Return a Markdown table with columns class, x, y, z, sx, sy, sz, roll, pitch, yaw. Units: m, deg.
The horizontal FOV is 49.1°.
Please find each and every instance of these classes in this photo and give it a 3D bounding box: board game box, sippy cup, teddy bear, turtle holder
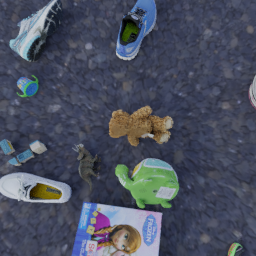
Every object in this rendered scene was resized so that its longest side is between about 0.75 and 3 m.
| class | x | y | z | sx | sy | sz | roll | pitch | yaw |
| --- | --- | --- | --- | --- | --- | --- | --- | --- | --- |
| board game box | -0.374 | 3.875 | 8.836 | 2.678 | 0.552 | 2.684 | 6 | 62 | 6 |
| sippy cup | -3.837 | -1.607 | 10.602 | 0.600 | 0.643 | 0.819 | 34 | 46 | 19 |
| teddy bear | 0.465 | -0.077 | 9.782 | 2.222 | 1.611 | 0.742 | -6 | 42 | 10 |
| turtle holder | 0.662 | 1.769 | 9.342 | 1.952 | 1.483 | 1.386 | -12 | 37 | 6 |

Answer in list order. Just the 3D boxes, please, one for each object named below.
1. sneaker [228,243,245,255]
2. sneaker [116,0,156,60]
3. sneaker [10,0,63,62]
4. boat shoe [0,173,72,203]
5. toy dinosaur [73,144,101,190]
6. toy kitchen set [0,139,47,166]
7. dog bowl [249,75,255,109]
| class | x | y | z | sx | sy | sz | roll | pitch | yaw |
| --- | --- | --- | --- | --- | --- | --- | --- | --- | --- |
| sneaker | 3.457 | 4.428 | 9.169 | 0.524 | 0.480 | 1.250 | 29 | 79 | 11 |
| sneaker | 0.384 | -4.060 | 10.835 | 1.104 | 1.253 | 2.811 | 21 | 77 | 5 |
| sneaker | -3.610 | -4.051 | 10.935 | 1.218 | 1.095 | 2.822 | 27 | 78 | 9 |
| boat shoe | -3.280 | 2.069 | 9.348 | 2.606 | 1.111 | 0.963 | 11 | 81 | 7 |
| toy dinosaur | -1.420 | 1.375 | 9.932 | 0.846 | 0.636 | 1.653 | -6 | 82 | 10 |
| toy kitchen set | -3.781 | 0.618 | 9.946 | 1.288 | 0.759 | 1.032 | -31 | 78 | -8 |
| dog bowl | 5.421 | -1.311 | 10.443 | 1.894 | 0.698 | 1.894 | 0 | 76 | 0 |
